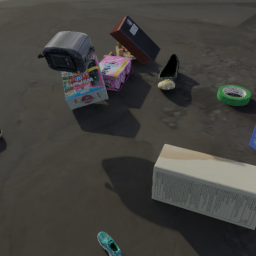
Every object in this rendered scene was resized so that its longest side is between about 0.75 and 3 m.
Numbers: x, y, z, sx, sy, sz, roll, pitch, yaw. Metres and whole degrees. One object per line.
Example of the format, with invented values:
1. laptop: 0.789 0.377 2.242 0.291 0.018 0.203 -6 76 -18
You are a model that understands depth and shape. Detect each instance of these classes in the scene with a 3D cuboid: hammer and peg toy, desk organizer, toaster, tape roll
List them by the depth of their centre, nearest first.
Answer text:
1. desk organizer: 0.252 -2.965 9.607 0.663 1.722 0.618 8 67 54
2. toaster: -2.104 -2.689 9.886 1.850 1.051 1.195 10 54 19
3. tape roll: 4.326 -1.350 11.459 1.271 0.305 1.271 -1 35 0
4. hammer and peg toy: -0.164 -3.995 14.719 2.263 0.798 1.665 -2 36 -3

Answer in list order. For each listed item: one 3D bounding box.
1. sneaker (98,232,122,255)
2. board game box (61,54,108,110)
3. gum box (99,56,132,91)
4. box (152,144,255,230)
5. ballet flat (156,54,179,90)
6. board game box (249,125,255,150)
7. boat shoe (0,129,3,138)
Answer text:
1. sneaker: -0.386 2.506 6.082 0.291 0.299 0.751 -26 42 -32
2. board game box: -1.761 -1.876 11.141 1.541 0.671 2.089 -17 56 -1
3. gum box: -0.728 -2.494 12.670 1.273 0.742 2.242 10 37 14
4. box: 1.948 1.392 6.882 2.548 1.210 0.991 14 38 17
5. ballet flat: 1.801 -2.505 12.621 0.956 0.817 2.878 6 36 9
6. board game box: 4.670 0.480 7.578 0.614 1.844 2.742 -13 38 -17
7. boat shoe: -4.973 0.272 8.873 1.819 0.673 0.672 -22 41 -27
